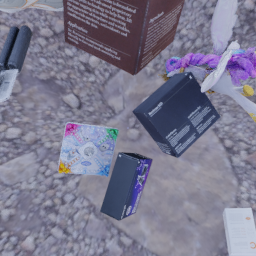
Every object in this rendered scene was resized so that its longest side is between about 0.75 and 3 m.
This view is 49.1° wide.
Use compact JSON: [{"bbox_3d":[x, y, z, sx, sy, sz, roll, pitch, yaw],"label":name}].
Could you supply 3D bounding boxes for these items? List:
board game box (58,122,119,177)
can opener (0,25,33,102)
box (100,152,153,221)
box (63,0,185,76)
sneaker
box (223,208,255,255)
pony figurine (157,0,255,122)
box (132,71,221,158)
[{"bbox_3d":[-0.845,0.505,6.053,1.156,0.150,1.156,8,107,-20],"label":"board game box"},{"bbox_3d":[-2.911,-1.641,6.783,0.619,0.781,2.351,1,59,12],"label":"can opener"},{"bbox_3d":[-0.007,1.194,5.944,0.507,0.907,1.285,18,92,27],"label":"box"},{"bbox_3d":[-0.002,-3.000,6.215,2.108,2.541,2.086,30,49,16],"label":"box"},{"bbox_3d":[-2.400,-3.354,6.707,2.945,1.354,1.115,-3,106,17],"label":"sneaker"},{"bbox_3d":[2.405,2.226,6.005,0.564,0.442,0.906,-4,58,10],"label":"box"},{"bbox_3d":[2.013,-1.216,5.579,2.497,2.411,2.080,18,62,-2],"label":"pony figurine"},{"bbox_3d":[0.970,-0.281,5.608,1.271,0.662,1.157,-41,108,-11],"label":"box"}]
